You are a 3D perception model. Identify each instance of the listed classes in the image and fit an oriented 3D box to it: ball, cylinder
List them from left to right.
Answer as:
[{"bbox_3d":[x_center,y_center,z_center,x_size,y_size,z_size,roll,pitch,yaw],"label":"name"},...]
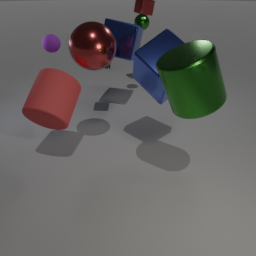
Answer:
[{"bbox_3d":[-2.954,-3.261,10.798,0.700,0.700,0.700,0,28,0],"label":"ball"},{"bbox_3d":[-2.294,-0.852,8.540,1.400,1.400,1.400,8,67,15],"label":"cylinder"},{"bbox_3d":[-1.043,-2.415,8.300,1.400,1.400,1.400,0,28,0],"label":"ball"},{"bbox_3d":[0.623,-4.759,12.604,0.700,0.700,0.700,0,28,0],"label":"ball"},{"bbox_3d":[1.550,-1.172,6.815,1.400,1.400,1.400,-19,32,12],"label":"cylinder"}]

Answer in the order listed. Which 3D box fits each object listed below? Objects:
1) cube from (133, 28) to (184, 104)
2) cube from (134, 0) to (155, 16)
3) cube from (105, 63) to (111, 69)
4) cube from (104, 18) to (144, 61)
[{"bbox_3d":[1.119,-1.881,8.726,1.400,1.400,1.400,-39,75,-14],"label":"cube"},{"bbox_3d":[0.807,-6.032,13.900,0.700,0.700,0.700,-10,34,-33],"label":"cube"},{"bbox_3d":[-0.986,-2.791,10.970,0.700,0.700,0.700,7,-8,-4],"label":"cube"},{"bbox_3d":[-0.256,-3.713,11.878,1.400,1.400,1.400,15,17,8],"label":"cube"}]
